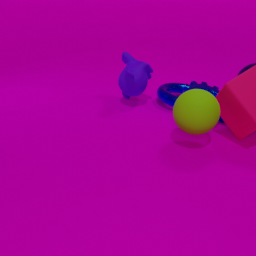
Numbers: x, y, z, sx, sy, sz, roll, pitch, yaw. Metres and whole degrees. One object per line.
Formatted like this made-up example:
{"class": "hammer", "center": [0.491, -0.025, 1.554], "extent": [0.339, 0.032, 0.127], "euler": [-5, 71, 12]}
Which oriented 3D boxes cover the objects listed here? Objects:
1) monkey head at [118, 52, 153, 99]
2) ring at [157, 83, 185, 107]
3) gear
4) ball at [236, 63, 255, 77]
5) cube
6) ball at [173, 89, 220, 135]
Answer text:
{"class": "monkey head", "center": [0.057, -1.537, 8.113], "extent": [1.227, 1.706, 1.028], "euler": [42, 75, 9]}
{"class": "ring", "center": [1.662, -0.971, 8.396], "extent": [1.622, 0.324, 1.622], "euler": [6, 28, -3]}
{"class": "gear", "center": [2.164, -0.737, 7.614], "extent": [1.468, 0.272, 1.468], "euler": [11, 42, -10]}
{"class": "ball", "center": [3.764, -1.295, 8.211], "extent": [1.222, 1.222, 1.222], "euler": [0, 27, 0]}
{"class": "cube", "center": [2.729, -0.582, 6.173], "extent": [1.095, 1.095, 1.095], "euler": [-31, 75, -9]}
{"class": "ball", "center": [1.437, -0.335, 5.910], "extent": [0.967, 0.967, 0.967], "euler": [0, 27, 0]}
